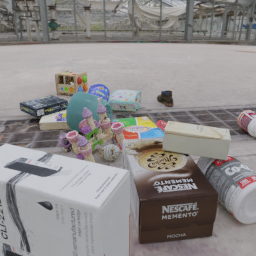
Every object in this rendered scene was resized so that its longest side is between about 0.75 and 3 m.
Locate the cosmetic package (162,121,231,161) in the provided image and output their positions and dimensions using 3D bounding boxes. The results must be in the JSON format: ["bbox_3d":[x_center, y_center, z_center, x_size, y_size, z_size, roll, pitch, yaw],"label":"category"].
[{"bbox_3d":[1.770,0.304,7.305,1.625,0.594,0.841,7,21,12],"label":"cosmetic package"}]

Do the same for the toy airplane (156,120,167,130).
[{"bbox_3d":[1.867,0.465,10.160,2.210,0.407,2.210,13,28,-7],"label":"toy airplane"}]

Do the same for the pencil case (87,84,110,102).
[{"bbox_3d":[-1.557,-1.398,13.758,1.243,1.117,2.863,32,18,-13],"label":"pencil case"}]

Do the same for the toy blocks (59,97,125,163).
[{"bbox_3d":[-1.351,0.001,9.330,1.739,1.566,1.860,-35,37,-27],"label":"toy blocks"}]

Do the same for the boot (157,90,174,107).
[{"bbox_3d":[2.035,-1.749,15.155,0.620,0.804,1.659,-7,23,-17],"label":"boot"}]

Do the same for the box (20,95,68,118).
[{"bbox_3d":[-3.859,-1.034,12.928,1.370,0.443,1.737,20,29,37],"label":"box"}]

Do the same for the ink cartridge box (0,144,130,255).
[{"bbox_3d":[-1.459,1.618,5.183,2.807,2.025,1.175,9,24,22],"label":"ink cartridge box"}]

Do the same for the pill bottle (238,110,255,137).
[{"bbox_3d":[5.043,-0.137,11.192,0.792,0.792,1.402,-1,22,-3],"label":"pill bottle"}]

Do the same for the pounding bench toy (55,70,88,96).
[{"bbox_3d":[-3.142,-2.795,17.104,1.614,1.286,2.070,9,24,20],"label":"pounding bench toy"}]

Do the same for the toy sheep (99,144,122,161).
[{"bbox_3d":[-0.556,0.800,9.178,0.877,0.604,0.604,1,21,22],"label":"toy sheep"}]

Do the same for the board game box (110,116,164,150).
[{"bbox_3d":[0.318,0.176,10.878,1.680,0.443,2.196,-6,23,-15],"label":"board game box"}]

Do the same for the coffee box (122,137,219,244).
[{"bbox_3d":[0.840,1.333,7.038,1.661,1.173,2.938,-3,22,-8],"label":"coffee box"}]

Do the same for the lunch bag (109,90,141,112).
[{"bbox_3d":[-0.130,-1.360,13.989,1.376,0.985,1.615,6,17,13],"label":"lunch bag"}]

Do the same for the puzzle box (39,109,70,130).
[{"bbox_3d":[-2.954,-0.602,12.925,1.810,0.346,2.721,-2,22,-6],"label":"puzzle box"}]

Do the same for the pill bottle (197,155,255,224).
[{"bbox_3d":[2.592,1.355,7.055,1.106,1.106,1.943,-7,23,-16],"label":"pill bottle"}]

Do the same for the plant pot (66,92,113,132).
[{"bbox_3d":[-1.410,-0.543,11.077,1.322,1.647,1.647,11,24,22],"label":"plant pot"}]
